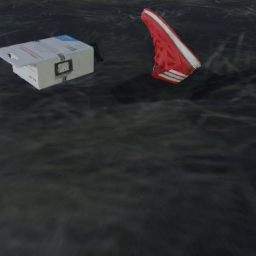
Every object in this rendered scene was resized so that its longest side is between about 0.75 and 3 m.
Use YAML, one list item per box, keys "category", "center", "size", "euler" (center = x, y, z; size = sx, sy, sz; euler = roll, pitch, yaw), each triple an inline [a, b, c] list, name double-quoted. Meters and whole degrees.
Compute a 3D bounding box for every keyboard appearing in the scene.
- category: "keyboard"
  center: [-1.314, -2.831, 10.654]
  size: [0.566, 0.891, 0.092]
  euler: [-13, 46, 11]

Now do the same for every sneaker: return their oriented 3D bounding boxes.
- category: "sneaker"
  center: [0.978, -2.444, 8.851]
  size: [2.490, 1.438, 0.975]
  euler: [49, 17, 6]

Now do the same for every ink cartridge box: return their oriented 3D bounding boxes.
- category: "ink cartridge box"
  center: [-2.316, -1.879, 7.944]
  size: [1.384, 0.797, 2.390]
  euler: [33, 44, 31]
